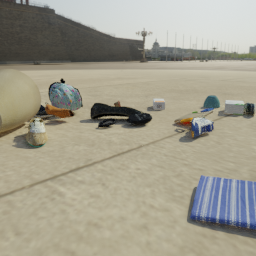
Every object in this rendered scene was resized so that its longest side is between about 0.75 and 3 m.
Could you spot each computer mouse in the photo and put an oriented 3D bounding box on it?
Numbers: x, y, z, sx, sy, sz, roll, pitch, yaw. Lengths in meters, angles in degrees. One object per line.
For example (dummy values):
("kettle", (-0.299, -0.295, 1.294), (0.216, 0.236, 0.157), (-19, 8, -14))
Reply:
("computer mouse", (-0.094, -0.216, 11.430), (2.291, 0.390, 0.672), (-9, 29, -12))

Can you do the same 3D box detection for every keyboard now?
("keyboard", (-4.063, -0.985, 13.202), (1.060, 0.403, 2.036), (-5, 17, -31))

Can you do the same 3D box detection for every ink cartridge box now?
("ink cartridge box", (5.296, -1.047, 13.977), (0.888, 0.535, 1.223), (6, 18, 18))

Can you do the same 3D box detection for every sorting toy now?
("sorting toy", (2.777, -0.409, 11.767), (1.325, 0.321, 2.353), (-8, 9, 40))

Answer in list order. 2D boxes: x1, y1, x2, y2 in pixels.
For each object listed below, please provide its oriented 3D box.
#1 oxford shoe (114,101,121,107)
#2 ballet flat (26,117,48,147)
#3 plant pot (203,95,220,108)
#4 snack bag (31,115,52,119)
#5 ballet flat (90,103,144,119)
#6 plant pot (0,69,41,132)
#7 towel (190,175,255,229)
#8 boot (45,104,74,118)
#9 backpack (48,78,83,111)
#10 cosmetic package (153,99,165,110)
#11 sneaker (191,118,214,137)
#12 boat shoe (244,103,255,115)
("oxford shoe", (-0.591, -1.257, 15.148), (0.355, 0.335, 0.950), (-14, -1, 0))
("ballet flat", (-3.154, 0.050, 9.621), (0.717, 0.664, 2.035), (-1, 15, -23))
("plant pot", (4.616, -1.467, 15.396), (0.910, 0.613, 0.910), (-1, 15, 0))
("snack bag", (-4.873, -0.690, 13.099), (2.067, 0.221, 1.949), (10, 16, 34))
("ballet flat", (-0.387, -0.575, 12.428), (2.636, 0.749, 0.876), (8, -12, 12))
("plant pot", (-4.705, -0.796, 10.360), (2.285, 2.285, 2.439), (0, 24, 0))
("towel", (2.437, 1.469, 5.323), (2.268, 0.270, 1.642), (4, 18, 20))
("boot", (-2.898, -0.726, 11.927), (0.875, 0.417, 1.131), (2, -14, 23))
("backpack", (-3.095, -1.406, 13.808), (1.254, 1.653, 1.980), (-33, 33, -28))
("cosmetic package", (1.665, -1.294, 15.109), (0.602, 0.423, 1.186), (0, 14, 2))
("sneaker", (2.736, -0.071, 10.189), (0.730, 0.623, 1.656), (6, 17, 22))
("boat shoe", (5.929, -0.992, 13.685), (0.482, 0.583, 1.557), (6, 15, 15))
